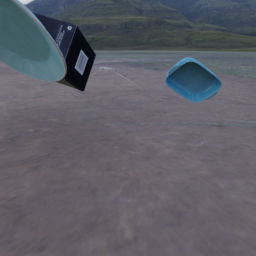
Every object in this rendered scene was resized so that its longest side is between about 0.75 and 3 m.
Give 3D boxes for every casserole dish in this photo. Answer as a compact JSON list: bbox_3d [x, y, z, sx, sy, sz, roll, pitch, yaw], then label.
[{"bbox_3d":[1.316,-0.977,5.672,1.292,0.782,0.251,26,44,-32],"label":"casserole dish"}]

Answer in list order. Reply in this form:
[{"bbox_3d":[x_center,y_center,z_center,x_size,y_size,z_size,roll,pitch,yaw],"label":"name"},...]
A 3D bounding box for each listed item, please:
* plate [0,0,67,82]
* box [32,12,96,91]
[{"bbox_3d":[-2.243,-1.813,5.125,2.671,2.671,0.341,13,66,33],"label":"plate"},{"bbox_3d":[-2.389,-2.240,8.175,2.254,1.400,2.272,18,-3,7],"label":"box"}]
